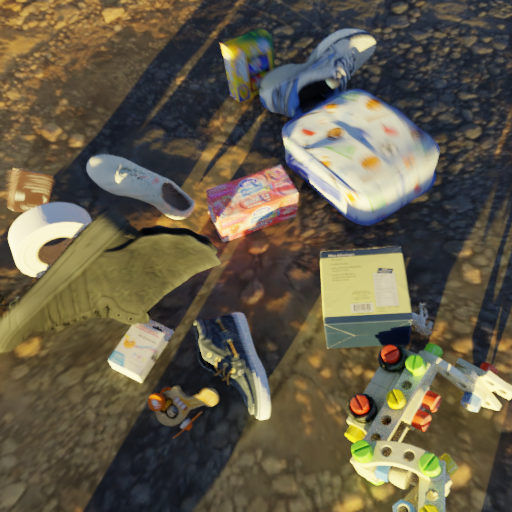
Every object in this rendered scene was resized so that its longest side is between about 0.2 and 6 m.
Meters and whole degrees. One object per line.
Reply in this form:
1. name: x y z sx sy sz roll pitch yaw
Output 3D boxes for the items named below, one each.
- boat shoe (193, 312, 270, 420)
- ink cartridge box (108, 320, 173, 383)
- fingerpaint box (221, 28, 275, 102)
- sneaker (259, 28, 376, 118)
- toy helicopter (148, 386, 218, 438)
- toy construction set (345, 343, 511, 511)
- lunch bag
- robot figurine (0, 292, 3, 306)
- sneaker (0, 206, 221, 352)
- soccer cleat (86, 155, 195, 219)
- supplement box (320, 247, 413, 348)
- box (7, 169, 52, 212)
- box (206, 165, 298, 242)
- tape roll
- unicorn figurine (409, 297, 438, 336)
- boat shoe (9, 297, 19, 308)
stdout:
1. boat shoe: -0.456 1.934 9.680 0.946 0.737 2.083 -7 49 -18
2. ink cartridge box: -2.061 1.620 10.131 0.654 0.385 1.136 22 60 15
3. fingerpaint box: -0.145 -4.587 13.532 1.136 1.362 0.499 -27 48 -17
4. sneaker: 1.732 -4.202 13.326 3.234 1.246 1.378 -36 49 -11
5. toy helicopter: -1.149 2.533 9.324 1.224 0.483 0.809 -22 85 21
6. toy construction set: 2.674 2.587 8.850 2.126 1.494 3.242 19 48 40
7. lunch bag: 2.079 -2.158 11.944 2.500 1.179 3.120 -34 54 -14
8. robot figurine: -5.349 1.177 10.337 1.312 0.527 1.810 -15 58 -11
9. sneaker: -2.656 0.694 9.749 2.038 1.173 3.907 43 96 -16
10. soccer cleat: -2.242 -1.427 11.187 2.255 0.875 0.781 26 72 -22
11. supplement box: 1.962 0.759 10.199 1.511 1.014 1.509 -4 56 8
12. box: -4.651 -1.321 11.517 0.689 0.830 0.682 6 7 -34
13. box: -0.084 -1.099 11.638 1.727 0.818 0.886 -20 59 -12
14. tape roll: -3.820 -0.276 10.656 1.584 1.584 0.554 -23 58 -14
15. unicorn figurine: 2.980 1.143 10.496 0.980 0.362 0.673 7 52 28
16. boat shoe: -3.802 0.932 10.487 1.523 0.459 0.576 -11 72 -5
